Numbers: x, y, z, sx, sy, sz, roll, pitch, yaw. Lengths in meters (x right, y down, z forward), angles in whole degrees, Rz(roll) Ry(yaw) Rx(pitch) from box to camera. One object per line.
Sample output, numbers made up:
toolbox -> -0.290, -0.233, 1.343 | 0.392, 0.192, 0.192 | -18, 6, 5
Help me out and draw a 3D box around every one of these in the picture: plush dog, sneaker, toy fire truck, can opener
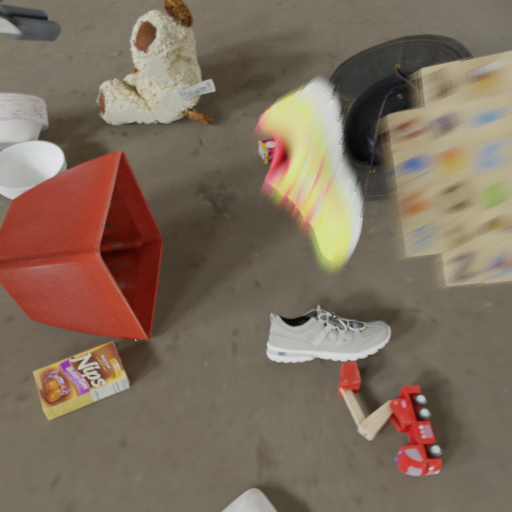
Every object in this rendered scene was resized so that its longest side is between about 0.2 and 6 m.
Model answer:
plush dog -> -1.888, -4.061, 11.914 | 2.224, 2.771, 2.380 | 18, 53, -29
sneaker -> 1.048, 1.084, 8.085 | 1.823, 0.747, 0.681 | -6, 12, -5
toy fire truck -> 1.748, 2.173, 7.525 | 1.100, 0.380, 1.559 | -3, 49, -3
sneaker -> 0.530, -0.797, 6.111 | 0.881, 1.951, 0.762 | -23, 15, -19
can opener -> -2.912, -2.960, 6.810 | 0.461, 0.578, 1.727 | 40, 22, -4

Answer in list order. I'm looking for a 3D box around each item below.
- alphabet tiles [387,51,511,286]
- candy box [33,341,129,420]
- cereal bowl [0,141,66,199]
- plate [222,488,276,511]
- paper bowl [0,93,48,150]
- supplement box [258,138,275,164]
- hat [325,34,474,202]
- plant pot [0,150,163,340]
alphabet tiles -> 2.769, -0.970, 6.565 | 2.206, 2.651, 0.084 | -7, 13, 16
candy box -> -2.469, 1.748, 7.932 | 1.169, 0.330, 0.682 | -20, 51, -18
cereal bowl -> -4.256, -1.524, 10.592 | 1.393, 0.580, 1.393 | 0, 49, 0
plate -> -0.208, 4.117, 5.835 | 2.512, 0.406, 2.507 | -31, 57, -24
paper bowl -> -4.972, -2.586, 11.000 | 1.671, 1.671, 0.869 | -6, 93, -5
supplement box -> 0.381, -2.150, 11.313 | 0.598, 0.308, 0.391 | -18, 51, -15
hat -> 2.721, -2.410, 10.566 | 1.410, 3.496, 3.496 | 15, 33, -45
plant pot -> -2.687, -0.038, 8.487 | 1.853, 2.102, 2.101 | -7, 49, 8
